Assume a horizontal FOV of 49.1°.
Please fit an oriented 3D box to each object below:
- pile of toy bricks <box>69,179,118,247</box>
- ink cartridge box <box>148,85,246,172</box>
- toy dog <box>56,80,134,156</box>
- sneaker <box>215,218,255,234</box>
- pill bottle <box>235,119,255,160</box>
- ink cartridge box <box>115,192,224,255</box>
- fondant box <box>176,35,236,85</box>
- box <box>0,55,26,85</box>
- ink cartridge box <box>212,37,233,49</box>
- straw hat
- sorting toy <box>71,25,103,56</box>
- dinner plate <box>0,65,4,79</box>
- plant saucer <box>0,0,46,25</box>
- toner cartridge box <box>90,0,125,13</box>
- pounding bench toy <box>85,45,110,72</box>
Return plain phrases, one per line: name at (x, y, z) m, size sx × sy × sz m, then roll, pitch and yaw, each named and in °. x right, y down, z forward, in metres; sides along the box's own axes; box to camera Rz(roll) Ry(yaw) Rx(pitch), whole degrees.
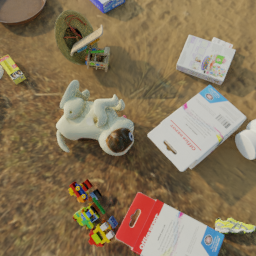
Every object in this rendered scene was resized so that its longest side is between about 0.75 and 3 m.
pile of toy bricks at (-1.188, 2.485, 8.161) m, size 0.940 × 1.056 × 1.904 m, roll -37°, pitch 85°, yaw 13°
ink cartridge box at (2.156, 0.117, 9.120) m, size 2.863 × 0.971 × 1.648 m, roll -36°, pitch 70°, yaw -16°
toy dog at (-0.939, -0.068, 8.864) m, size 2.451 × 1.710 × 2.377 m, roll 27°, pitch 79°, yaw 11°
sneaker at (3.124, 2.839, 8.138) m, size 1.175 × 0.443 × 0.449 m, roll 1°, pitch 65°, yaw -1°
pill bottle at (4.644, 0.142, 8.978) m, size 2.217 × 1.245 × 1.245 m, roll -25°, pitch 67°, yaw -11°
ink cartridge box at (1.102, 3.064, 7.784) m, size 2.584 × 0.869 × 1.501 m, roll 26°, pitch 67°, yaw 12°
fondant box at (2.880, -2.544, 10.470) m, size 1.808 × 0.527 × 1.304 m, roll 22°, pitch 82°, yaw 11°
box at (-4.384, -2.220, 10.600) m, size 0.456 × 0.304 × 1.212 m, roll -35°, pitch 69°, yaw -15°
ink cartridge box at (3.604, -3.119, 11.001) m, size 0.807 × 0.339 × 0.587 m, roll 27°, pitch 68°, yaw 11°
straw hat at (-2.183, -3.352, 10.789) m, size 0.869 × 2.053 × 2.053 m, roll -5°, pitch 55°, yaw 45°
sorting toy at (-1.442, -3.128, 10.082) m, size 1.413 × 0.258 × 1.308 m, roll -32°, pitch 27°, yaw 11°
dinner plate at (-5.249, -2.102, 10.661) m, size 0.975 × 0.118 × 0.975 m, roll 1°, pitch 66°, yaw -1°
plant saucer at (-4.756, -5.319, 12.001) m, size 2.567 × 0.442 × 2.567 m, roll 0°, pitch 66°, yaw 0°
toner cartridge box at (-1.354, -6.221, 12.356) m, size 1.203 × 0.547 × 2.532 m, roll -36°, pitch 70°, yaw -16°
pounding bench toy at (-1.125, -2.669, 10.284) m, size 0.855 × 1.096 × 0.681 m, roll 8°, pitch 73°, yaw -5°
